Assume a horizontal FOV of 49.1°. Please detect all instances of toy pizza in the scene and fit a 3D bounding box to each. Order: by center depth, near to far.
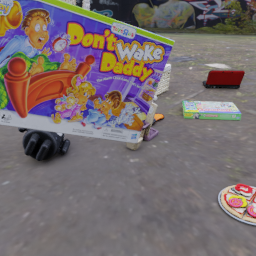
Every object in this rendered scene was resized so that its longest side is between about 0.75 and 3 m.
[{"bbox_3d":[2.255,1.346,5.127,1.149,0.182,1.149,0,23,0],"label":"toy pizza"}]

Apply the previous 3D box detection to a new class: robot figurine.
[{"bbox_3d":[-2.045,0.228,6.896,0.868,1.045,1.391,-19,21,10],"label":"robot figurine"}]

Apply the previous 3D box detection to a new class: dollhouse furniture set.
[{"bbox_3d":[-0.038,-0.468,7.663,1.715,1.217,1.359,28,33,24],"label":"dollhouse furniture set"}]

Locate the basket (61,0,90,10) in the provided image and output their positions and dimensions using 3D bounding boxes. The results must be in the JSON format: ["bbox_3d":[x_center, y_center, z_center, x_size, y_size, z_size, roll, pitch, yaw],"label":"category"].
[{"bbox_3d":[-1.814,-2.890,6.521,1.249,1.539,1.553,-10,27,-40],"label":"basket"}]

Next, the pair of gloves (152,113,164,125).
[{"bbox_3d":[-0.126,-0.385,9.194,2.145,0.265,1.911,23,31,38],"label":"pair of gloves"}]

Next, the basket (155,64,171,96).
[{"bbox_3d":[0.864,-2.064,11.979,1.309,1.192,1.932,14,25,30],"label":"basket"}]

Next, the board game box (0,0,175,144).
[{"bbox_3d":[-0.784,-0.780,3.874,2.496,1.678,0.559,9,21,-27],"label":"board game box"}]

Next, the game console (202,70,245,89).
[{"bbox_3d":[4.374,-2.337,12.968,1.573,0.933,1.355,2,23,4],"label":"game console"}]

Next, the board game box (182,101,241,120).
[{"bbox_3d":[2.839,-0.627,9.750,1.823,0.265,1.227,2,22,5],"label":"board game box"}]
